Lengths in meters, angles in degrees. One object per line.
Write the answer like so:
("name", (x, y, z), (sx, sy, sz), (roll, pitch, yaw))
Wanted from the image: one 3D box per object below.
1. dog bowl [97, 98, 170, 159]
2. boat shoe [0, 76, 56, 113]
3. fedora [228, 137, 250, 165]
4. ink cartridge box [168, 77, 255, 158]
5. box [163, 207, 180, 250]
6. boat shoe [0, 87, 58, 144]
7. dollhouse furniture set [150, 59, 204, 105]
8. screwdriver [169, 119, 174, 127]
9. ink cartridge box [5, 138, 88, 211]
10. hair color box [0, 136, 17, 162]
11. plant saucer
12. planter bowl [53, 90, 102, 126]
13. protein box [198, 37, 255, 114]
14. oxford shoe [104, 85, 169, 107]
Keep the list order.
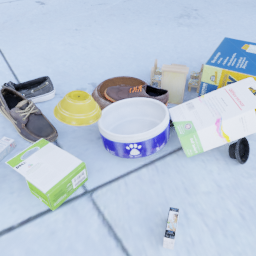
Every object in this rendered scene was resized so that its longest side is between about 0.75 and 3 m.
("dog bowl", (0.201, -0.061, 8.945), (2.244, 0.884, 2.244), (-7, 34, 5))
("boat shoe", (-4.301, -1.355, 10.668), (2.975, 0.986, 1.040), (-13, 41, -14))
("fedora", (3.367, 0.673, 8.594), (0.424, 0.928, 0.928), (-6, 28, 45))
("ink cartridge box", (2.847, -0.360, 8.703), (2.815, 0.948, 1.649), (-22, 35, 10))
("box", (1.030, 2.366, 6.640), (0.249, 0.483, 0.828), (9, 42, 14))
("boat shoe", (-3.472, -0.429, 9.341), (2.765, 1.014, 1.030), (32, 57, 21))
("dollhouse furniture set", (1.950, -2.208, 11.326), (2.084, 1.476, 2.269), (10, 41, 11))
("screwdriver", (1.999, -0.361, 10.021), (2.028, 0.283, 0.295), (-22, 74, -20))
("ink cartridge box", (-2.255, 1.202, 7.864), (1.846, 0.699, 1.365), (25, 47, 29))
("hair color box", (-4.005, 0.705, 8.768), (0.471, 0.288, 0.951), (15, 43, 17))
("plant saucer", (-0.179, -1.374, 11.146), (2.664, 0.459, 2.664), (1, 41, 0))
("planter bowl", (-1.444, -0.700, 8.148), (1.423, 0.593, 1.423), (7, 37, -5))
("protein box", (4.448, -1.747, 10.405), (2.856, 1.927, 2.835), (19, 44, 22))
("oxford shoe", (0.321, -1.276, 10.010), (2.325, 0.843, 0.827), (7, 56, 0))
